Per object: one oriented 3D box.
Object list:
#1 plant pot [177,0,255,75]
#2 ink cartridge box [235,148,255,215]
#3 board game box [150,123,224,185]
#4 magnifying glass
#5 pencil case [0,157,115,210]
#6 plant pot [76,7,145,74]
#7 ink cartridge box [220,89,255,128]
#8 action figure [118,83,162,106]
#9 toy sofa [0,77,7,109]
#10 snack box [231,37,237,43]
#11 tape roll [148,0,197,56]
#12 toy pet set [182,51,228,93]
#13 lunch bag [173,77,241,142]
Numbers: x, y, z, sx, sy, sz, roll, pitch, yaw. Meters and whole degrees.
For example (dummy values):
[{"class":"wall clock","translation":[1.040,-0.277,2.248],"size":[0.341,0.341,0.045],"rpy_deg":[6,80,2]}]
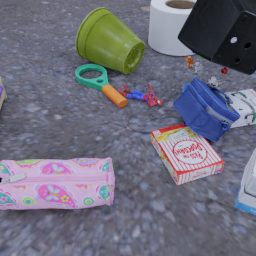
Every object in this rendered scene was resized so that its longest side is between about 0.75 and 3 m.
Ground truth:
[{"class":"plant pot","translation":[2.855,-2.587,7.508],"size":[2.041,2.036,1.811],"rpy_deg":[13,39,-20]},{"class":"ink cartridge box","translation":[2.175,0.756,4.465],"size":[0.508,1.213,0.880],"rpy_deg":[19,59,20]},{"class":"board game box","translation":[1.502,0.606,7.421],"size":[1.280,0.391,1.690],"rpy_deg":[-14,43,-15]},{"class":"magnifying glass","translation":[-0.938,-1.575,9.972],"size":[1.141,0.321,2.866],"rpy_deg":[-23,47,-24]},{"class":"pencil case","translation":[-1.600,1.212,6.173],"size":[2.621,1.146,1.146],"rpy_deg":[0,41,-4]},{"class":"plant pot","translation":[-0.516,-3.121,10.622],"size":[2.022,2.100,2.100],"rpy_deg":[35,51,19]},{"class":"ink cartridge box","translation":[3.403,-0.608,8.627],"size":[1.469,0.619,1.073],"rpy_deg":[-10,42,-11]},{"class":"action figure","translation":[0.449,-1.209,9.244],"size":[1.568,0.776,0.512],"rpy_deg":[24,47,21]},{"class":"toy sofa","translation":[-4.443,-0.652,8.200],"size":[1.082,1.275,2.613],"rpy_deg":[-5,41,-6]},{"class":"snack box","translation":[4.160,-4.909,11.728],"size":[0.985,2.910,2.454],"rpy_deg":[3,42,10]},{"class":"tape roll","translation":[2.205,-4.492,12.127],"size":[2.590,1.778,2.590],"rpy_deg":[0,41,0]},{"class":"toy pet set","translation":[2.120,-1.550,9.030],"size":[0.865,1.521,1.629],"rpy_deg":[-13,42,-27]},{"class":"lunch bag","translation":[2.219,-0.553,7.774],"size":[1.200,1.168,1.766],"rpy_deg":[21,27,-32]}]
